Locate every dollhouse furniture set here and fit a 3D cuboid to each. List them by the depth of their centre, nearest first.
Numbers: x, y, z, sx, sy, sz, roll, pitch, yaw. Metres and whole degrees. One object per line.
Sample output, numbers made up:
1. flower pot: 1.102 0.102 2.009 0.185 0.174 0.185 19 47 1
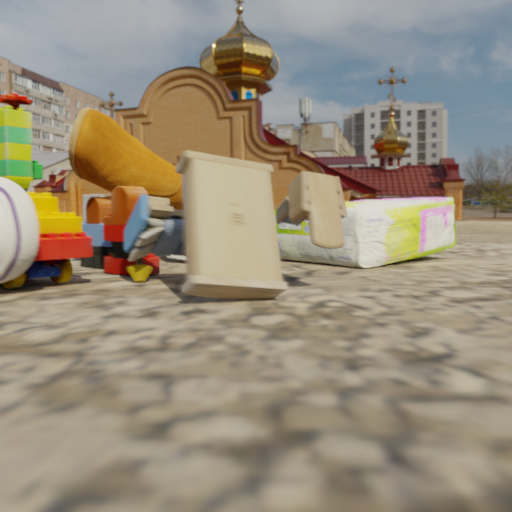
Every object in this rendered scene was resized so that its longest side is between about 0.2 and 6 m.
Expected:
1. dollhouse furniture set: -0.304 0.054 5.713 1.792 1.239 1.898 6 -24 -25

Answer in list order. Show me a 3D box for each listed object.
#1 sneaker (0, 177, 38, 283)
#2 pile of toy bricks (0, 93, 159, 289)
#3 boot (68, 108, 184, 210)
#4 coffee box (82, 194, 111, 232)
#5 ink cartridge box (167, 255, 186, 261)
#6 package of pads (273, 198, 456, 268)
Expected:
1. sneaker: -3.437 -0.033 5.005 2.910 1.055 1.659 -7 6 27
2. pile of toy bricks: -3.287 -0.930 7.272 4.602 2.272 2.553 4 6 39
3. boot: -1.337 -1.131 7.821 1.909 0.939 2.667 18 -7 4
4. coffee box: -2.175 -0.584 10.472 1.936 1.094 0.773 -3 5 -41
5. ink cartridge box: -0.680 -0.161 8.570 1.140 0.479 0.826 8 8 29
6. package of pads: 1.748 -0.414 8.927 2.581 0.880 1.994 -11 11 -39
